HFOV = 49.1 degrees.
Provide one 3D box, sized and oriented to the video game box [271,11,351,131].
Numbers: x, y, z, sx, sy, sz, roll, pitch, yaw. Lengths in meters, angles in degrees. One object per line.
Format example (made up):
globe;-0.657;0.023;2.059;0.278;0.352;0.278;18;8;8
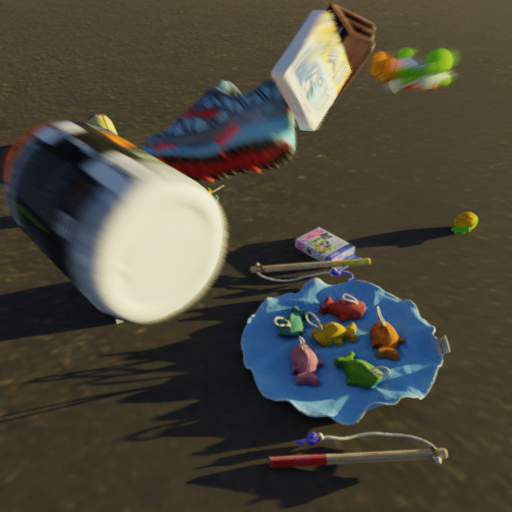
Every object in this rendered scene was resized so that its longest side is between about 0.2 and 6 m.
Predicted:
video game box;0.795;-2.550;7.787;0.281;1.094;1.201;19;70;36

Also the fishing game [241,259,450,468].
fishing game;1.243;1.167;8.161;2.968;0.644;4.145;-2;35;2

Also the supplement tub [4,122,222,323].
supplement tub;-1.900;-0.586;6.906;1.762;1.762;2.876;-26;43;-32

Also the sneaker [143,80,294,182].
sneaker;-0.577;-2.038;9.047;2.930;1.400;1.162;-1;-15;34

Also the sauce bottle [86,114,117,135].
sauce bottle;-3.742;-2.827;13.776;0.711;0.711;2.198;-11;35;-16

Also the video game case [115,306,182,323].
video game case;-1.905;0.545;9.327;1.073;0.269;1.184;-13;37;-17

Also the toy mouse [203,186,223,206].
toy mouse;-1.226;-1.103;11.721;1.181;0.228;1.049;-4;35;-5

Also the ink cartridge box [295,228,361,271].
ink cartridge box;1.331;-0.131;10.354;0.653;0.230;1.095;-27;45;-32

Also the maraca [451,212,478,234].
maraca;4.077;-0.626;10.961;0.440;0.343;0.641;4;40;43

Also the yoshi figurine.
yoshi figurine;1.693;-2.012;5.885;0.868;0.488;0.486;1;-8;-19

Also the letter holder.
letter holder;1.478;-3.491;10.344;1.214;1.708;0.859;6;49;-35
